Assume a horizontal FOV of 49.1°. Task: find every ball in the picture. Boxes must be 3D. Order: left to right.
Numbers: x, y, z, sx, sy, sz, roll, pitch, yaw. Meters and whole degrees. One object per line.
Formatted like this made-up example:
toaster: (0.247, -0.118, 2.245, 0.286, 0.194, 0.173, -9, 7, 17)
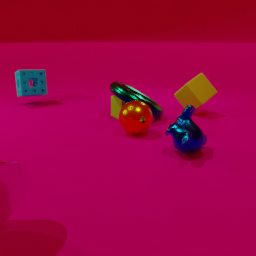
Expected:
ball: (0.220, -0.302, 8.159, 0.993, 0.993, 0.993, 0, 19, 0)

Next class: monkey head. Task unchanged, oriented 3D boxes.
monkey head: (1.512, 0.069, 6.827, 0.915, 1.092, 1.518, 38, 17, 28)

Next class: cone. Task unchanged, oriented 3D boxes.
cone: (-2.433, 0.718, 3.963, 1.384, 1.379, 1.379, 31, 30, 18)

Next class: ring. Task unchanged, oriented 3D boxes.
ring: (0.300, -1.005, 9.743, 2.089, 0.418, 2.089, 29, 12, -7)

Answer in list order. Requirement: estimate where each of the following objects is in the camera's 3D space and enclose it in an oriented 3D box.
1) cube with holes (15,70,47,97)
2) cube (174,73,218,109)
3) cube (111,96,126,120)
cube with holes: (-3.983, -1.830, 11.506, 1.000, 1.000, 1.000, -7, 7, -30)
cube: (2.440, -1.241, 10.131, 0.920, 0.920, 0.920, -36, -4, -28)
cube: (-0.106, -0.728, 9.797, 0.729, 0.729, 0.729, -10, 22, -30)
